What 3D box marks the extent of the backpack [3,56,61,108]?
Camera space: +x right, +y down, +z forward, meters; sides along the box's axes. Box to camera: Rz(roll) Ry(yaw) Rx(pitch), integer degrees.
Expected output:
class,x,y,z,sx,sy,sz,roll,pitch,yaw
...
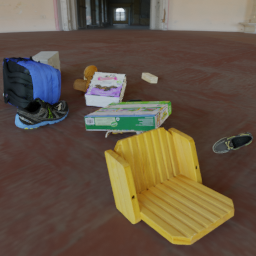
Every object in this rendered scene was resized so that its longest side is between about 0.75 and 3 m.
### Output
class,x,y,z,sx,sy,sz,roll,pitch,yaw
backpack,-4.061,-1.987,12.338,2.281,2.209,2.719,-18,29,-38

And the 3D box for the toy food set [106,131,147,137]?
class,x,y,z,sx,sy,sz,roll,pitch,yaw
toy food set,-0.038,0.125,9.905,1.379,0.417,0.989,-3,16,10

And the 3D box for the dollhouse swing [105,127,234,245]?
class,x,y,z,sx,sy,sz,roll,pitch,yaw
dollhouse swing,1.014,1.089,6.266,2.185,1.986,1.921,-16,8,-32

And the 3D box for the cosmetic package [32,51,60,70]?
class,x,y,z,sx,sy,sz,roll,pitch,yaw
cosmetic package,-4.930,-3.619,16.717,1.274,1.509,2.826,-1,23,-3

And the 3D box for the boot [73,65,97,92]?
class,x,y,z,sx,sy,sz,roll,pitch,yaw
boot,-1.476,-2.540,15.170,2.061,1.013,2.879,10,32,10

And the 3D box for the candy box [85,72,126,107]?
class,x,y,z,sx,sy,sz,roll,pitch,yaw
candy box,-0.994,-1.799,13.053,1.567,0.668,1.868,5,44,7

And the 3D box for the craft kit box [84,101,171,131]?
class,x,y,z,sx,sy,sz,roll,pitch,yaw
craft kit box,0.101,-0.491,10.277,2.532,0.614,2.501,1,19,21

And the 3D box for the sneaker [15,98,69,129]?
class,x,y,z,sx,sy,sz,roll,pitch,yaw
sneaker,-3.215,-0.697,10.835,0.870,1.017,2.455,19,26,29

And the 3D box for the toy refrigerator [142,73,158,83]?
class,x,y,z,sx,sy,sz,roll,pitch,yaw
toy refrigerator,1.275,-2.953,16.602,0.434,0.400,1.142,-5,25,-26

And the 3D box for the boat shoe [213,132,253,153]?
class,x,y,z,sx,sy,sz,roll,pitch,yaw
boat shoe,3.219,0.456,8.637,1.238,0.442,0.373,-24,-4,16

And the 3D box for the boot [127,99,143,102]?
class,x,y,z,sx,sy,sz,roll,pitch,yaw
boot,0.497,-0.956,12.374,0.864,0.344,1.049,-16,33,-26
